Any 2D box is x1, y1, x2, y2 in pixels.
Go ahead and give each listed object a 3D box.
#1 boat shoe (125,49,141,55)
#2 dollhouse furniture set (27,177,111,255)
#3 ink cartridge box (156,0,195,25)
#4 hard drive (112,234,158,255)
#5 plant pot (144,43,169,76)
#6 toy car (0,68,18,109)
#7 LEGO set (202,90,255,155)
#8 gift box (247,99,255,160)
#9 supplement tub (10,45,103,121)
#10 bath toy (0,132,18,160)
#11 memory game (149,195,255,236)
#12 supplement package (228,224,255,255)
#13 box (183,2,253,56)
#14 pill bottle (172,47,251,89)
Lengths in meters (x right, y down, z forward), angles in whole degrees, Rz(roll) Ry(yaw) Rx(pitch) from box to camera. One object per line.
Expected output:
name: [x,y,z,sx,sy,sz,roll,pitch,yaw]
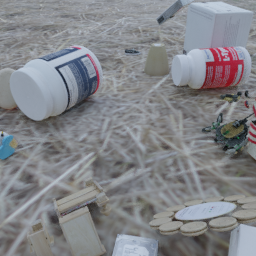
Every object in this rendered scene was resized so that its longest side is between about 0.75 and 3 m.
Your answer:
boat shoe: [0.265,-4.279,15.658,0.889,0.303,0.328,3,33,5]
dollhouse furniture set: [-1.197,1.996,6.008,1.653,0.946,1.938,-21,10,-15]
ink cartridge box: [1.423,-3.310,7.658,0.968,0.243,1.115,-34,9,-26]
hard drive: [0.094,2.564,5.133,0.853,0.231,1.220,6,32,9]
plant pot: [1.369,-3.286,13.203,1.222,1.304,1.222,-1,33,0]
toy car: [-4.550,-1.426,10.678,1.533,1.471,1.663,1,1,-22]
LEGO set: [3.267,-0.081,8.576,1.609,0.702,2.478,11,56,44]
gift box: [4.527,0.059,7.013,2.310,2.474,2.283,-12,32,-18]
supplement tub: [-2.458,-1.654,10.019,1.999,1.999,2.848,20,38,28]
bath toy: [-4.140,0.300,8.237,1.822,0.673,0.792,14,35,22]
memory game: [1.506,1.654,5.420,2.249,0.143,2.249,-13,-5,-1]
supplement package: [2.532,2.313,4.504,1.668,0.999,1.012,10,65,15]
box: [4.123,-4.348,13.432,1.839,2.814,2.799,-7,34,-11]
pill bottle: [3.391,-2.486,11.668,2.918,1.638,1.638,-6,33,-10]
